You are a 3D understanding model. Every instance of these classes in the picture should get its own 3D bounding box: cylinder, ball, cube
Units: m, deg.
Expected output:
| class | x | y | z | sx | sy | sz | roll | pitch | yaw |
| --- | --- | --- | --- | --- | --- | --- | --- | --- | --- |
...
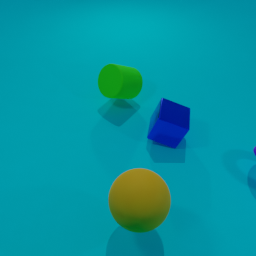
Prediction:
| class | x | y | z | sx | sy | sz | roll | pitch | yaw |
| --- | --- | --- | --- | --- | --- | --- | --- | --- | --- |
| cylinder | -0.226 | -1.364 | 8.331 | 0.982 | 0.982 | 0.982 | 38 | 25 | 31 |
| ball | 0.215 | 1.346 | 5.256 | 1.167 | 1.167 | 1.167 | 0 | 46 | 0 |
| cube | 1.079 | -0.126 | 7.410 | 0.840 | 0.840 | 0.840 | 20 | 46 | -6 |

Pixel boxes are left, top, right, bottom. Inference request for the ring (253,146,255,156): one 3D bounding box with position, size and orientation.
| class | x | y | z | sx | sy | sz | roll | pitch | yaw |
| --- | --- | --- | --- | --- | --- | --- | --- | --- | --- |
| ring | 3.408 | 0.882 | 6.535 | 1.194 | 0.239 | 1.194 | 37 | 21 | -17 |
